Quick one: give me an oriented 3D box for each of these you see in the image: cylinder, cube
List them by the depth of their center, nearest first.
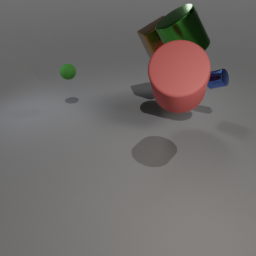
[{"bbox_3d":[1.264,-1.218,6.971,1.400,1.400,1.400,7,-11,12],"label":"cylinder"},{"bbox_3d":[1.862,-3.177,9.505,1.400,1.400,1.400,-28,30,18],"label":"cylinder"},{"bbox_3d":[3.612,-1.987,11.346,0.700,0.700,0.700,-5,19,44],"label":"cylinder"},{"bbox_3d":[1.431,-3.858,12.196,1.400,1.400,1.400,-30,27,3],"label":"cube"}]

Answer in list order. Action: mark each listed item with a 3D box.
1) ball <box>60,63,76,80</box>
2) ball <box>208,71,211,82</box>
[{"bbox_3d":[-2.621,-2.459,12.227,0.700,0.700,0.700,0,30,0],"label":"ball"},{"bbox_3d":[2.409,-2.052,10.639,1.400,1.400,1.400,0,30,0],"label":"ball"}]
